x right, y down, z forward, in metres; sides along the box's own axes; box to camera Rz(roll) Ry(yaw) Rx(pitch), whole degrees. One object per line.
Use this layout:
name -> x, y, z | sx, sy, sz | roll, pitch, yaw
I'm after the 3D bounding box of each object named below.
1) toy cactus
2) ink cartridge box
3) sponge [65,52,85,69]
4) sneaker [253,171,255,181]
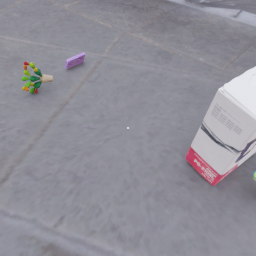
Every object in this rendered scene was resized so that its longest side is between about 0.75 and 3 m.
toy cactus -> -2.955, -1.605, 9.127 | 0.977, 1.184, 0.605 | -4, 35, -21
ink cartridge box -> 2.614, -0.057, 6.473 | 1.852, 2.558, 1.079 | -29, 61, -26
sponge -> -1.980, -2.525, 10.516 | 0.825, 0.460, 0.123 | -33, 77, -30
sneaker -> 3.133, 1.173, 6.468 | 0.589, 0.902, 0.359 | 35, 87, 11
